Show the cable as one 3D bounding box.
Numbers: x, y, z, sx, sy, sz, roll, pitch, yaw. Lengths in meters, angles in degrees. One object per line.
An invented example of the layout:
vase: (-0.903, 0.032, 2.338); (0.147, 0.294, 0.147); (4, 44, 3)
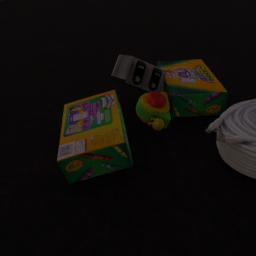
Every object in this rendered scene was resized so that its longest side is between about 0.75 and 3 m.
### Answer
cable: (3.755, 0.208, 6.969); (2.989, 1.035, 2.988); (16, 34, 32)

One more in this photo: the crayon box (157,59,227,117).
crayon box: (2.084, -1.488, 9.837); (1.746, 0.857, 2.940); (-3, 33, -2)

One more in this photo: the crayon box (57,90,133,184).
crayon box: (-0.870, 0.083, 7.328); (1.588, 0.779, 2.674); (-16, 34, 3)

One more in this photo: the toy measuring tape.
toy measuring tape: (0.718, -0.952, 8.812); (1.020, 1.020, 2.772); (0, 43, -1)

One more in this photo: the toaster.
toaster: (0.311, -1.729, 9.180); (1.371, 0.900, 1.516); (16, 8, -29)
